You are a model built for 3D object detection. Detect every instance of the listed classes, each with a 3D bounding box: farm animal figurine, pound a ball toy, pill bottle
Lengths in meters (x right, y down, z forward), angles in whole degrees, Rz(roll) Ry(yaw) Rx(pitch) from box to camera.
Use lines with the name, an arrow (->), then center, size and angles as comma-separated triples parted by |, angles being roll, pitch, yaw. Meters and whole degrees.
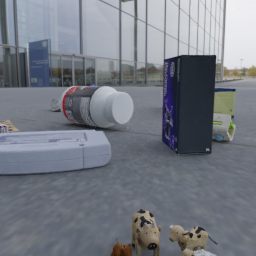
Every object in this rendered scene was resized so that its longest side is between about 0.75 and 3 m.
farm animal figurine -> 0.318, 0.954, 2.297 | 0.860, 0.432, 0.694 | 6, 12, 29
pound a ball toy -> 1.874, -0.092, 7.169 | 1.441, 0.612, 0.939 | 8, -22, 36
pill bottle -> -1.012, -0.697, 9.032 | 2.336, 1.293, 1.293 | 8, 13, 40

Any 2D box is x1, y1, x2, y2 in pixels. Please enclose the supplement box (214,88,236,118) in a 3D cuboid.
supplement box -> 3.429, -0.946, 10.791 | 1.145, 1.144, 0.769 | -5, 12, -27

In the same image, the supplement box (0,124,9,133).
supplement box -> -3.675, 0.147, 6.955 | 0.646, 0.362, 1.188 | 9, 13, 40

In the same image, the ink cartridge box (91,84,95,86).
ink cartridge box -> -1.097, -1.122, 11.130 | 1.300, 0.457, 2.178 | 36, -6, -14

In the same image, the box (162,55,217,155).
box -> 1.284, -0.552, 6.220 | 0.790, 2.004, 1.414 | -2, 10, -9

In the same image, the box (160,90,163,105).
box -> 2.807, -1.686, 14.392 | 1.907, 0.930, 1.186 | -12, 1, -24

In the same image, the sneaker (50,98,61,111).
sneaker -> -3.431, -1.118, 13.369 | 0.520, 0.571, 1.393 | -7, 12, -33

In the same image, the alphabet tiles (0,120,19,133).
alphabet tiles -> -4.789, -0.002, 8.559 | 2.360, 0.107, 2.823 | -6, 12, -28

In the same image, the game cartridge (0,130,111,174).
game cartridge -> -1.616, 0.407, 5.327 | 2.474, 0.506, 1.646 | -2, 7, -10
